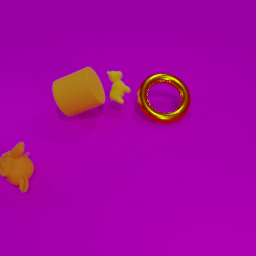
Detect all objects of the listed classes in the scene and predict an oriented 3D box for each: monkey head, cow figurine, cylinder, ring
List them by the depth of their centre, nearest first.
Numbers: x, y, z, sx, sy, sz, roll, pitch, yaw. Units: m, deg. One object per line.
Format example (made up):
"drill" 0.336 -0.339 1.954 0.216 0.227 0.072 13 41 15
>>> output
"monkey head" -2.495 0.823 6.491 0.935 0.783 1.300 -44 35 14
"cylinder" -1.395 -1.032 8.057 1.114 1.114 1.114 -20 40 14
"ring" 1.093 -0.917 8.446 1.656 0.331 1.656 2 71 -6
"cow figurine" -0.364 -1.256 8.489 0.875 0.890 0.488 30 3 1
